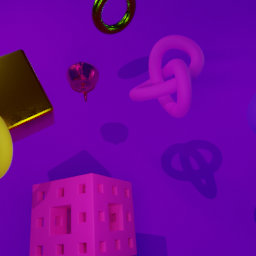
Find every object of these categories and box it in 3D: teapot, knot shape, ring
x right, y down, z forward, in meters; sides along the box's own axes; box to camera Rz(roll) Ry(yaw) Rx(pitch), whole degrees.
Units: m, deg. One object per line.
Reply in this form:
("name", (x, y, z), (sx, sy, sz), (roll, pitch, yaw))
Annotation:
("teapot", (-1.184, -1.242, 7.389), (0.876, 1.408, 0.689), (-4, 61, -3))
("knot shape", (0.933, -1.207, 6.155), (1.852, 0.856, 1.733), (22, 86, 52))
("ring", (-2.381, 0.232, 4.381), (1.353, 0.271, 1.353), (5, 105, 20))
("ring", (-0.411, -3.555, 8.498), (1.517, 1.517, 0.303), (-30, 57, -13))

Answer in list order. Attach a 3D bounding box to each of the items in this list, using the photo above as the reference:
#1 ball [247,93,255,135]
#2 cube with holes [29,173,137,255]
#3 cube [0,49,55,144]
("ball", (2.650, -0.249, 4.824), (1.108, 1.108, 1.108), (0, 65, 0))
("cube with holes", (-0.793, 1.705, 5.180), (1.352, 1.352, 1.352), (-15, 67, 26))
("cube", (-2.444, -0.525, 5.779), (1.372, 1.372, 1.372), (-27, 87, -17))
